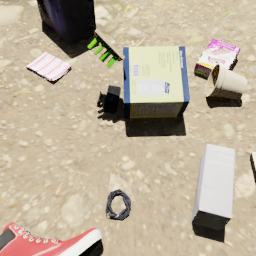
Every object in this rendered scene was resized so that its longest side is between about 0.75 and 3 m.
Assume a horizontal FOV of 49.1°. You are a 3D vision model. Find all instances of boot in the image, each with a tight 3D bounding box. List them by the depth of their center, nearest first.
[{"bbox_3d":[-2.428,3.263,8.116,2.985,1.081,2.153,-29,58,-15],"label":"boot"}]

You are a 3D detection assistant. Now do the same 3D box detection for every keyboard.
[{"bbox_3d":[-0.842,-1.260,11.867,0.937,0.152,1.475,10,54,-1],"label":"keyboard"}]

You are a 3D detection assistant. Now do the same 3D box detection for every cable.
[{"bbox_3d":[-0.292,2.461,9.144,0.813,0.253,0.997,8,54,6],"label":"cable"}]

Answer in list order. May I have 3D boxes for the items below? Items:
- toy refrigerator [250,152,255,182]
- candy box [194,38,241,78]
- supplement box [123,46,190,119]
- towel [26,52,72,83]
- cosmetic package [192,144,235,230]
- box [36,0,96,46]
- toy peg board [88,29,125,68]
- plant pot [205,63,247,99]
[{"bbox_3d":[4.630,1.423,9.805,0.437,0.403,1.152,-2,54,7],"label":"toy refrigerator"},{"bbox_3d":[4.115,-3.130,12.892,1.413,0.632,2.072,27,59,17],"label":"candy box"},{"bbox_3d":[1.010,-1.754,10.958,2.384,1.602,2.386,-1,72,-1],"label":"supplement box"},{"bbox_3d":[-3.652,-2.848,12.924,1.774,0.265,1.298,30,59,20],"label":"towel"},{"bbox_3d":[2.742,1.856,8.959,1.074,1.272,2.381,10,57,7],"label":"cosmetic package"},{"bbox_3d":[-3.132,-6.210,13.654,1.836,2.955,2.979,-34,61,-22],"label":"box"},{"bbox_3d":[-0.876,-2.748,10.091,1.338,1.333,0.655,43,91,-14],"label":"toy peg board"},{"bbox_3d":[4.111,-1.801,11.634,1.300,1.420,1.420,17,55,-2],"label":"plant pot"}]
